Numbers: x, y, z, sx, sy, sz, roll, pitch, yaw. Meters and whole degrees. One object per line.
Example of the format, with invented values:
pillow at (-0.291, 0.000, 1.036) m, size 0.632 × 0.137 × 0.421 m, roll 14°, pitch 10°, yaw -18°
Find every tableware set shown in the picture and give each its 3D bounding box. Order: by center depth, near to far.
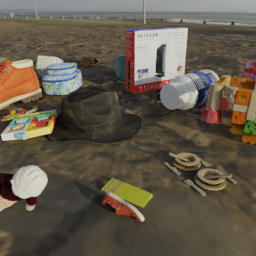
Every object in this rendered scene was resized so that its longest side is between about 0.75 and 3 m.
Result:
tableware set at (1.481, 0.836, 5.917) m, size 0.910 × 0.276 × 1.376 m, roll -12°, pitch 27°, yaw -25°

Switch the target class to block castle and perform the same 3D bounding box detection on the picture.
block castle at (3.608, -0.446, 7.484) m, size 2.940 × 1.379 × 1.964 m, roll 13°, pitch 24°, yaw 24°

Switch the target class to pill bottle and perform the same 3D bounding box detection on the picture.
pill bottle at (2.094, -1.260, 9.448) m, size 2.055 × 1.140 × 1.140 m, roll -20°, pitch 31°, yaw -36°

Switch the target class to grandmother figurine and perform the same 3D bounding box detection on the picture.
grandmother figurine at (-1.776, 0.907, 4.214) m, size 1.656 × 1.004 × 0.501 m, roll -23°, pitch 47°, yaw 39°

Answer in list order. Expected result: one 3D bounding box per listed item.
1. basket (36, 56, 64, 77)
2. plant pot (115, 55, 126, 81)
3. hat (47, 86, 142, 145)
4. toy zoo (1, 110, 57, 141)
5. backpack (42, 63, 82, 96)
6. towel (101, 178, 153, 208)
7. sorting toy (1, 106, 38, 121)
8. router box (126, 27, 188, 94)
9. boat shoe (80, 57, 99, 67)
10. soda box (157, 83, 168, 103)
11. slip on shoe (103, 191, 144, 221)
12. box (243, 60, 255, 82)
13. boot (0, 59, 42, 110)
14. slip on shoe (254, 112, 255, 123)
basket at (-3.625, -2.816, 13.204) m, size 1.306 × 1.031 × 1.482 m, roll 5°, pitch -1°, yaw 8°
plant pot at (0.183, -2.831, 12.966) m, size 1.203 × 1.203 × 1.702 m, roll -16°, pitch 21°, yaw -32°
hat at (-1.004, -0.563, 7.972) m, size 2.846 × 1.148 × 2.846 m, roll 0°, pitch 23°, yaw 0°
toy zoo at (-2.671, -0.071, 7.718) m, size 1.241 × 0.194 × 1.892 m, roll -9°, pitch 21°, yaw -6°
backpack at (-2.627, -1.927, 10.975) m, size 1.406 × 1.129 × 1.537 m, roll -1°, pitch 28°, yaw 7°
towel at (-0.026, 1.229, 5.317) m, size 0.931 × 0.084 × 0.401 m, roll 16°, pitch 34°, yaw 29°
sorting toy at (-3.271, -0.486, 8.497) m, size 0.812 × 0.196 × 1.442 m, roll -10°, pitch 13°, yaw 11°
router box at (1.156, -2.783, 11.354) m, size 2.625 × 2.356 × 0.641 m, roll -15°, pitch 28°, yaw -29°
boat shoe at (-2.120, -3.722, 15.624) m, size 0.503 × 0.532 × 1.479 m, roll 9°, pitch 26°, yaw 21°
soda box at (1.454, -1.321, 10.488) m, size 0.461 × 0.412 × 1.302 m, roll 8°, pitch 25°, yaw 20°
slip on shoe at (-0.085, 1.383, 4.780) m, size 0.845 × 0.313 × 0.258 m, roll 23°, pitch 66°, yaw 30°
box at (5.691, -1.773, 10.510) m, size 1.164 × 1.215 × 2.438 m, roll -17°, pitch 30°, yaw -33°
boot at (-4.385, -1.488, 9.533) m, size 1.095 × 1.564 × 2.918 m, roll 19°, pitch 32°, yaw 33°
slip on shoe at (4.202, -0.282, 8.170) m, size 1.255 × 0.465 × 0.384 m, roll 5°, pitch 30°, yaw 23°
